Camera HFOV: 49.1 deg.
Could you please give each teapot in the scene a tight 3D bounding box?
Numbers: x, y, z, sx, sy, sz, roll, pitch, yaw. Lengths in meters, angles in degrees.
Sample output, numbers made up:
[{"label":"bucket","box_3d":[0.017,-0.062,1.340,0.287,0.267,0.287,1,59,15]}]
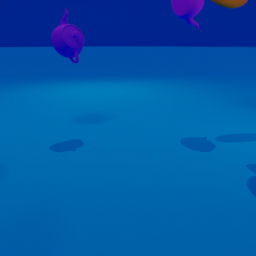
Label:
[{"label":"teapot","box_3d":[1.540,-3.119,6.991,0.660,1.348,0.838,-23,20,-30]},{"label":"teapot","box_3d":[-1.386,-2.133,6.621,0.790,1.271,0.622,-14,-1,-40]}]

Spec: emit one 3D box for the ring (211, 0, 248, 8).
[{"label":"ring","box_3d":[2.599,-3.733,7.431,1.345,1.345,0.269,-5,-22,-14]}]
